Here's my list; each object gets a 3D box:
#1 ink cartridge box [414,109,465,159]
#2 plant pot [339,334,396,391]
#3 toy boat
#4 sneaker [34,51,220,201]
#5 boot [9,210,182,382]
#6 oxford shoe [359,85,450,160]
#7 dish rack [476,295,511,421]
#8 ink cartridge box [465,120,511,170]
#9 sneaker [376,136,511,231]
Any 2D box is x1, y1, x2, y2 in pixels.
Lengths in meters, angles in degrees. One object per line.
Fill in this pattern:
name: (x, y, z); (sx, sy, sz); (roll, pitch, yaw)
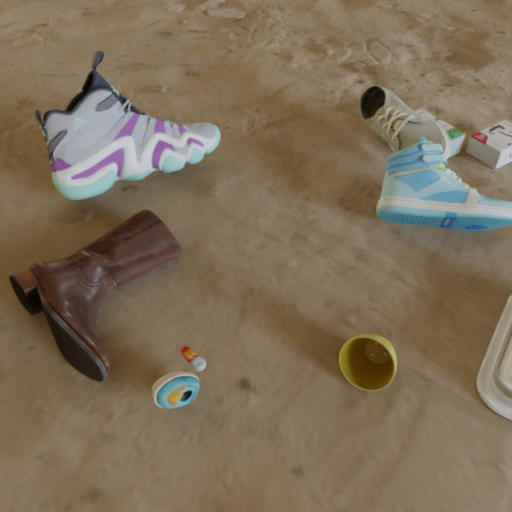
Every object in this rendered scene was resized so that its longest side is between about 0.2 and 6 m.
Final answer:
ink cartridge box: (3.801, -2.677, 12.564); (0.972, 0.551, 1.326); (-25, 50, -24)
plant pot: (1.705, 1.475, 8.201); (0.826, 0.826, 0.587); (24, 23, 23)
toy boat: (-1.001, 1.707, 7.626); (0.432, 0.929, 0.781); (35, 17, 36)
sneaker: (-2.483, -2.783, 11.008); (3.581, 2.505, 1.392); (-25, 23, -27)
boot: (-2.131, 0.436, 9.204); (2.868, 0.921, 2.673); (-29, 55, -34)
oxford shoe: (3.014, -2.745, 11.833); (0.793, 1.033, 2.747); (15, 34, -42)
dish rack: (5.107, 1.640, 8.038); (3.199, 0.696, 2.745); (24, 49, 22)
ink cartridge box: (5.397, -2.478, 12.406); (1.162, 0.481, 0.853); (-26, 49, -23)
sneaker: (3.602, -1.399, 10.458); (2.560, 1.018, 1.671); (6, 77, 3)
